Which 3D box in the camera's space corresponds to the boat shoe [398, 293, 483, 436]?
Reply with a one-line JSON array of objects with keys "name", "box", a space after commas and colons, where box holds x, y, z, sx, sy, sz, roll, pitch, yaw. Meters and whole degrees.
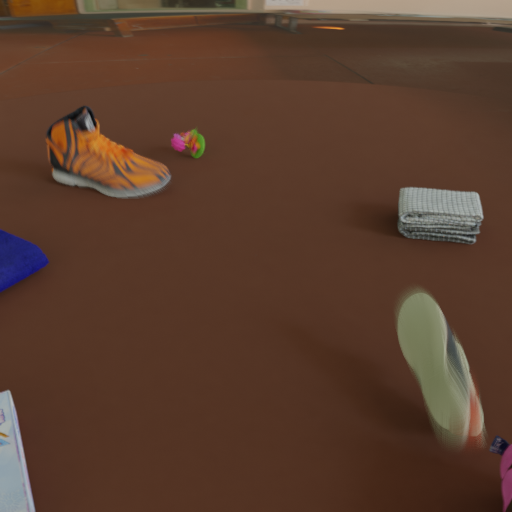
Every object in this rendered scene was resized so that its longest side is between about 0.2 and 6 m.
[{"name": "boat shoe", "box": [2.377, 1.370, 7.221, 0.600, 0.682, 1.917, 27, 39, -38]}]

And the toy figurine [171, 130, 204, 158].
[{"name": "toy figurine", "box": [-1.944, -3.110, 15.182, 0.797, 0.650, 0.866, 0, 58, -41]}]

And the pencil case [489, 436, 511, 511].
[{"name": "pencil case", "box": [2.636, 2.688, 5.136, 1.003, 1.035, 2.211, 13, 33, 17]}]

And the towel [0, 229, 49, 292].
[{"name": "towel", "box": [-5.167, 0.373, 9.647, 1.892, 0.635, 2.563, 22, 36, 21]}]

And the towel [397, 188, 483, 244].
[{"name": "towel", "box": [3.782, -0.856, 11.624, 1.650, 0.706, 1.366, 5, 29, 13]}]

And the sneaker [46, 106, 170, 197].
[{"name": "sneaker", "box": [-3.613, -2.483, 13.183, 3.169, 1.775, 1.229, 8, 38, 12]}]

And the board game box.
[{"name": "board game box", "box": [-3.561, 2.584, 5.894, 2.171, 0.447, 2.166, -14, 33, -23]}]
